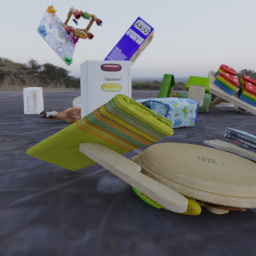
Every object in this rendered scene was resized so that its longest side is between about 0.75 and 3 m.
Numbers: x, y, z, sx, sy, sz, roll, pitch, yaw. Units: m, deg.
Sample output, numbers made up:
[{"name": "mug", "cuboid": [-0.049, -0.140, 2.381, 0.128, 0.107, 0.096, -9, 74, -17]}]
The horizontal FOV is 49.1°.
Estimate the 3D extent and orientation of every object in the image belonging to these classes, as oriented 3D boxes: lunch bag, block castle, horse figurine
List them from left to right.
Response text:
[{"name": "block castle", "cuboid": [-1.743, -3.963, 10.825, 0.681, 0.969, 1.451, 51, 31, 19]}, {"name": "horse figurine", "cuboid": [-1.447, -0.612, 9.593, 1.739, 0.655, 2.625, -6, 14, 26]}, {"name": "lunch bag", "cuboid": [1.177, -0.511, 8.458, 1.236, 0.926, 1.454, -6, 21, -32]}]

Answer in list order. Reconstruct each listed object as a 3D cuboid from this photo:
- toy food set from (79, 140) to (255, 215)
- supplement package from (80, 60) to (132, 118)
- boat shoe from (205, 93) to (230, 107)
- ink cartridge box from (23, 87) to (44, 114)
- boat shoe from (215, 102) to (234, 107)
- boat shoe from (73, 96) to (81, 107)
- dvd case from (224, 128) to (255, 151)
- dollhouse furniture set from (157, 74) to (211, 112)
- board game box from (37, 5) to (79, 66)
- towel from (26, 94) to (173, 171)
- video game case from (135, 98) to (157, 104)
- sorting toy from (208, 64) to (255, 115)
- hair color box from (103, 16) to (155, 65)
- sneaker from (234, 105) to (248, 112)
[{"name": "toy food set", "cuboid": [0.848, 0.599, 3.347, 2.538, 0.509, 1.752, 0, 15, -36]}, {"name": "supplement package", "cuboid": [-0.575, -0.661, 6.647, 0.984, 1.775, 1.383, -3, 10, -16]}, {"name": "boat shoe", "cuboid": [4.412, -1.669, 14.343, 0.930, 1.079, 2.958, 10, 1, -21]}, {"name": "ink cartridge box", "cuboid": [-4.105, -1.198, 12.150, 0.635, 1.097, 1.883, -2, 9, -11]}, {"name": "boat shoe", "cuboid": [5.111, -1.420, 15.473, 1.436, 0.472, 0.517, 4, 10, 22]}, {"name": "boat shoe", "cuboid": [-1.164, -0.903, 11.445, 2.195, 0.789, 0.653, 2, 4, -16]}, {"name": "dvd case", "cuboid": [2.497, 0.380, 4.136, 1.429, 0.215, 1.958, 13, 9, -6]}, {"name": "dollhouse furniture set", "cuboid": [2.363, -0.850, 11.477, 1.854, 1.420, 2.829, 10, -17, 18]}, {"name": "board game box", "cuboid": [-2.548, -3.500, 10.571, 0.227, 1.752, 1.751, -19, 46, 24]}, {"name": "towel", "cuboid": [-0.430, 0.145, 3.385, 0.814, 0.171, 1.891, 30, -38, -34]}, {"name": "video game case", "cuboid": [1.346, -1.482, 15.711, 2.912, 0.254, 2.082, -8, 9, -17]}, {"name": "sorting toy", "cuboid": [4.624, -1.834, 12.006, 2.306, 0.807, 2.320, 27, 33, 3]}, {"name": "hair color box", "cuboid": [-0.109, -2.895, 11.082, 0.864, 2.667, 1.458, 38, 2, 1]}, {"name": "sneaker", "cuboid": [5.192, -0.976, 12.767, 0.632, 0.496, 1.272, -6, 10, -17]}]
